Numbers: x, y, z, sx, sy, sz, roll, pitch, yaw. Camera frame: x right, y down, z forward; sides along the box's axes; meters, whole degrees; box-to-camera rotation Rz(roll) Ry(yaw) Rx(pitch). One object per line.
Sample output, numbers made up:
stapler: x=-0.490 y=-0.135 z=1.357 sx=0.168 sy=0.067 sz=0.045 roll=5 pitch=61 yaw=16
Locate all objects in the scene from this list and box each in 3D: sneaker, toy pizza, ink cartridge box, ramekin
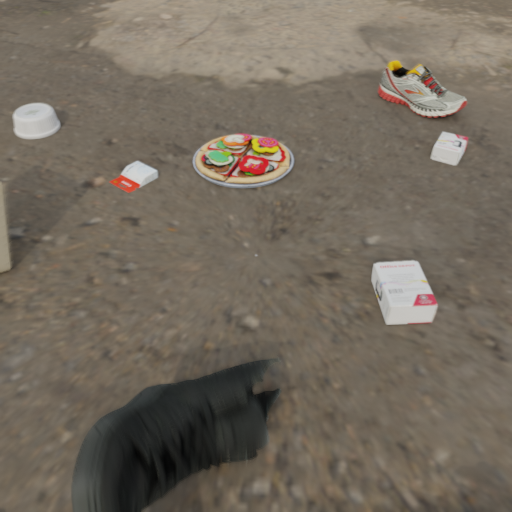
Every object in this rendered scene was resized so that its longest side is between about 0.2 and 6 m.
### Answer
sneaker: x=-0.595 y=1.777 z=5.747 sx=1.522 sy=0.876 sz=2.918 roll=-6 pitch=6 yaw=8
toy pizza: x=-0.264 y=-2.067 z=11.547 sx=2.088 sy=0.331 sz=2.088 roll=0 pitch=40 yaw=0
ink cartridge box: x=-2.430 y=-1.573 z=11.080 sx=0.613 sy=0.181 sz=0.765 roll=29 pitch=46 yaw=29
ink cartridge box: x=2.188 y=0.543 z=8.367 sx=0.716 sy=0.415 sz=0.970 roll=-2 pitch=38 yaw=-3
sneaker: x=3.929 y=-3.989 z=13.372 sx=2.296 sy=0.943 sz=0.894 roll=32 pitch=50 yaw=31
ramekin: x=-4.980 y=-3.064 z=12.634 sx=1.002 sy=0.467 sz=1.002 roll=0 pitch=41 yaw=0
ink cartridge box: x=4.074 y=-2.268 z=11.798 sx=0.564 sy=0.327 sz=0.765 roll=19 pitch=42 yaw=21

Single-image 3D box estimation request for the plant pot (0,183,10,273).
plant pot: x=-4.888 y=-0.462 z=8.450 sx=1.593 sy=1.595 sz=1.412 roll=24 pitch=33 yaw=26
